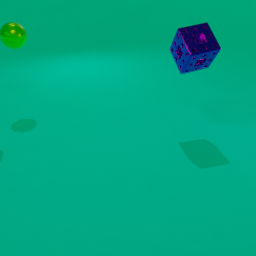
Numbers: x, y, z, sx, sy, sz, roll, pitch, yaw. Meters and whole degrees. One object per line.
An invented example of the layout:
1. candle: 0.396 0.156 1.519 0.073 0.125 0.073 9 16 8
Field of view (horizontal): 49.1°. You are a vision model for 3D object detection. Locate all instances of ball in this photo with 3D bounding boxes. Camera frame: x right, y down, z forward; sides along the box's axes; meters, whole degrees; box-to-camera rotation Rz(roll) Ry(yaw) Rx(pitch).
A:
1. ball: -3.532 -2.840 8.636 0.797 0.797 0.797 0 30 0

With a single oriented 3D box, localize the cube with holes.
1. cube with holes: 1.724 -2.069 7.334 0.852 0.852 0.852 -16 72 -13
